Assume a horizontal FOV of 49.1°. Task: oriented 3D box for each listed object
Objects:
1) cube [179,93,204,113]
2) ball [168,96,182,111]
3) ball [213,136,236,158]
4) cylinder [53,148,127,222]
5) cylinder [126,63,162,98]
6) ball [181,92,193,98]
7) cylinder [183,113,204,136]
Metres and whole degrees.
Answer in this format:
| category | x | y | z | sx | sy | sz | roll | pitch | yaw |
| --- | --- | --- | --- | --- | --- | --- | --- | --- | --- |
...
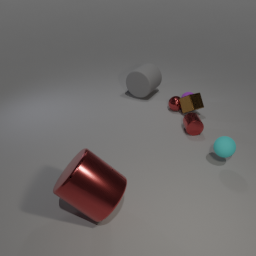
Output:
| category | x | y | z | sx | sy | sz | roll | pitch | yaw |
| --- | --- | --- | --- | --- | --- | --- | --- | --- | --- |
| cube | 2.829 | -1.113 | 12.484 | 0.700 | 0.700 | 0.700 | -14 | -3 | -32 |
| ball | 2.218 | -1.134 | 12.975 | 0.700 | 0.700 | 0.700 | 0 | 31 | 0 |
| ball | 3.153 | 0.616 | 9.139 | 0.700 | 0.700 | 0.700 | 0 | 31 | 0 |
| cylinder | -0.980 | 1.480 | 7.330 | 1.400 | 1.400 | 1.400 | 39 | 29 | -13 |
| cylinder | 0.822 | -2.433 | 14.273 | 1.400 | 1.400 | 1.400 | 16 | 34 | 25 |
| ball | 2.876 | -1.368 | 13.327 | 0.700 | 0.700 | 0.700 | 0 | 31 | 0 |
| cylinder | 2.624 | -0.162 | 11.297 | 0.700 | 0.700 | 0.700 | -1 | 31 | -2 |
